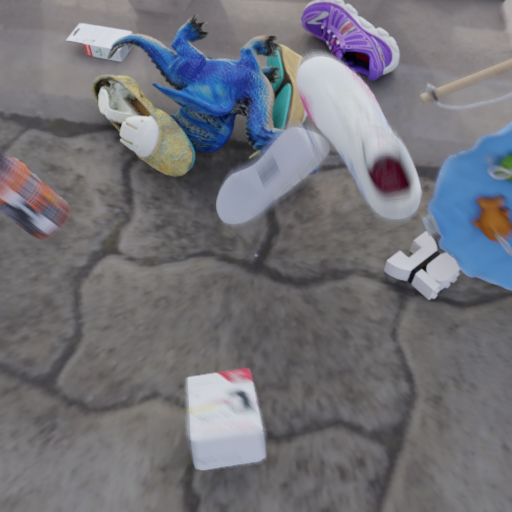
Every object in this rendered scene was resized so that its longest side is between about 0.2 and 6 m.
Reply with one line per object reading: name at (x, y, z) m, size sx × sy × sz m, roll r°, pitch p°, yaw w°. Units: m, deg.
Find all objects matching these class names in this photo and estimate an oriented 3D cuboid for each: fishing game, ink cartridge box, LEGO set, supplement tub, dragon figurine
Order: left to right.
supplement tub at (-2.783, -0.732, 6.552) m, size 0.597 × 1.116 × 0.597 m, roll -19°, pitch 48°, yaw 22°
ink cartridge box at (-3.396, -4.667, 12.234) m, size 1.281 × 0.323 × 0.698 m, roll 13°, pitch 56°, yaw 10°
dragon figurine at (-0.971, -2.850, 10.041) m, size 4.730 × 1.392 × 2.352 m, roll 17°, pitch 68°, yaw 6°
ink cartridge box at (-0.394, 2.013, 7.038) m, size 0.858 × 0.487 × 1.177 m, roll -7°, pitch 26°, yaw -6°
LEGO set at (3.936, -0.600, 8.749) m, size 3.685 × 1.406 × 1.512 m, roll -33°, pitch 61°, yaw -20°
fishing game at (3.648, -0.563, 6.954) m, size 2.972 × 4.151 × 0.645 m, roll -15°, pitch 34°, yaw 26°

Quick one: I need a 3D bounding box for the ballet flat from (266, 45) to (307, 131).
ballet flat at (0.711, -3.117, 10.851) m, size 0.800 × 0.871 × 2.538 m, roll 12°, pitch 57°, yaw -23°

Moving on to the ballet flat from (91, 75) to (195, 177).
ballet flat at (-2.192, -2.416, 10.201) m, size 1.022 × 1.022 × 2.891 m, roll -28°, pitch 57°, yaw -18°

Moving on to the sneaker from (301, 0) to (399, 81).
sneaker at (1.828, -4.555, 11.789) m, size 1.029 × 0.994 × 2.466 m, roll -41°, pitch 65°, yaw -18°

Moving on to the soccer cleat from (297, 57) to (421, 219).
soccer cleat at (1.444, -1.698, 7.554) m, size 0.915 × 1.131 × 2.621 m, roll -33°, pitch 86°, yaw 3°

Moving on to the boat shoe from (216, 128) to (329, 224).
boat shoe at (0.249, -1.141, 8.412) m, size 0.737 × 2.110 × 0.748 m, roll -2°, pitch 61°, yaw -46°
